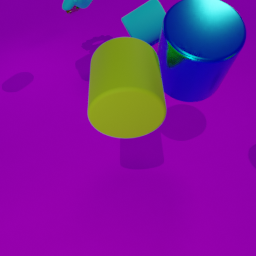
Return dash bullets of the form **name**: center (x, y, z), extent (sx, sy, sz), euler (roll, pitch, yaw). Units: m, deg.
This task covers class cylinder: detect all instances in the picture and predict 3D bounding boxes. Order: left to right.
- **cylinder**: center (-0.030, -0.598, 4.281), extent (1.115, 1.115, 1.115), euler (-2, 53, -2)
- **cylinder**: center (0.518, -2.756, 7.577), extent (1.046, 1.046, 1.046), euler (-29, 46, 10)
- **cylinder**: center (1.160, -1.298, 4.844), extent (1.293, 1.293, 1.293), euler (0, 67, -1)

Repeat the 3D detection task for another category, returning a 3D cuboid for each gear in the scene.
- **gear**: center (-1.472, -4.194, 9.099), extent (1.345, 0.249, 1.345), euler (-32, 14, 9)

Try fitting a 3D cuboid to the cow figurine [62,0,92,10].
- **cow figurine**: center (-1.403, -3.034, 5.398), extent (1.666, 0.915, 1.640), euler (24, 25, -29)
